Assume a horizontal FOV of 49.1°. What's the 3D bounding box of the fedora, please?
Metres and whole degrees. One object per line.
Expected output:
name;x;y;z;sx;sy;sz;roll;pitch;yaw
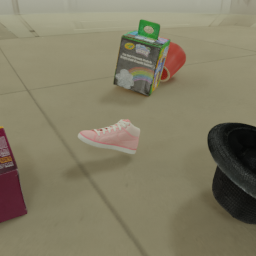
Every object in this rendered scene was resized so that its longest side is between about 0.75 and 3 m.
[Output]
fedora;2.431;0.966;5.323;2.590;1.183;2.590;18;31;-11

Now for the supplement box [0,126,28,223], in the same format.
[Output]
supplement box;-2.797;0.905;5.829;0.853;1.099;1.992;-14;31;-26

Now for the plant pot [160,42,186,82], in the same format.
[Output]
plant pot;1.711;-2.946;12.833;1.511;1.511;1.337;16;57;29

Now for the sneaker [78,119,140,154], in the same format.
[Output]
sneaker;-0.398;0.092;6.867;1.579;0.825;0.594;15;11;-26

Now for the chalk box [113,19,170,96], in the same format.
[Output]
chalk box;0.625;-2.946;11.307;1.656;2.662;1.648;20;30;12
